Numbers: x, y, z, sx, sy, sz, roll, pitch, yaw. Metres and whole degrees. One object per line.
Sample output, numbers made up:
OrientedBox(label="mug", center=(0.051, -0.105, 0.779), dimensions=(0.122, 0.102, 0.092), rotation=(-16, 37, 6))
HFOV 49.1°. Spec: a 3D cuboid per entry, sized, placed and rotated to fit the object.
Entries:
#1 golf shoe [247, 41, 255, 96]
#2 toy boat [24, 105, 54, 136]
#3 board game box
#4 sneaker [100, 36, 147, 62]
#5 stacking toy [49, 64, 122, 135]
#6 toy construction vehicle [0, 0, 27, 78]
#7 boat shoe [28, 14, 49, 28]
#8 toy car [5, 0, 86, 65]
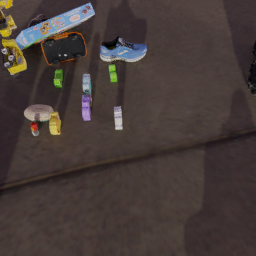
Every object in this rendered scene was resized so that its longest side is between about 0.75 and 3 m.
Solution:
OrientedBox(label="golf shoe", center=(4.647, -2.117, 8.845), dimensions=(1.414, 1.164, 2.994), rotation=(18, 58, 12))
OrientedBox(label="toy boat", center=(-2.587, -0.249, 8.010), dimensions=(0.824, 0.456, 0.980), rotation=(3, 47, -3))
OrientedBox(label="board game box", center=(-2.535, -3.437, 9.559), dimensions=(2.436, 0.446, 1.842), rotation=(-33, 21, -20))
OrientedBox(label="sneaker", center=(-0.145, -2.691, 9.498), dimensions=(1.637, 0.730, 0.643), rotation=(-5, 55, -4))
OrientedBox(label="stacking toy", center=(-1.254, -0.984, 8.376), dimensions=(1.982, 0.618, 2.629), rotation=(-5, 54, -3))
OrientedBox(label="toy construction vehicle", center=(-2.584, -2.148, 5.948), dimensions=(0.574, 1.419, 1.630), rotation=(-17, 64, -6))
OrientedBox(label="boat shoe", center=(-3.374, -3.923, 10.564), dimensions=(0.400, 0.406, 1.090), rotation=(18, 58, 12))
OrientedBox(label="toy car", center=(-2.589, -3.420, 8.957), dimensions=(1.470, 2.998, 0.998), rotation=(-29, 39, 4))
